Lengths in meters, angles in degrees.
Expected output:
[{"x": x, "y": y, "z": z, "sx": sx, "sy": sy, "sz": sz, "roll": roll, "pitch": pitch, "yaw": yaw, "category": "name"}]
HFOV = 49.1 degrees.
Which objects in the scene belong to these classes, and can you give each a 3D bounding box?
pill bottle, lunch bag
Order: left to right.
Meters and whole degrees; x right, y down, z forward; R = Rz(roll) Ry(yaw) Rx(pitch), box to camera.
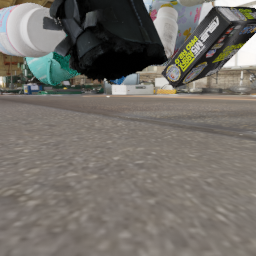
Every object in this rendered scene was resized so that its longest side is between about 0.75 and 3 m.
[{"x": -2.366, "y": -2.246, "z": 6.525, "sx": 1.163, "sy": 1.163, "sz": 2.139, "roll": -7, "pitch": 18, "yaw": -41, "category": "pill bottle"}, {"x": 1.055, "y": -3.009, "z": 8.298, "sx": 1.477, "sy": 1.970, "sz": 2.323, "roll": 25, "pitch": 38, "yaw": 30, "category": "lunch bag"}, {"x": 0.680, "y": -1.805, "z": 5.304, "sx": 0.495, "sy": 0.865, "sz": 0.495, "roll": 12, "pitch": -14, "yaw": 3, "category": "pill bottle"}]

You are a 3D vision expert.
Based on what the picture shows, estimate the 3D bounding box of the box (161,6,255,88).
[{"x": 2.565, "y": -2.384, "z": 8.180, "sx": 2.875, "sy": 0.636, "sz": 2.303, "roll": -23, "pitch": -20, "yaw": -45, "category": "box"}]

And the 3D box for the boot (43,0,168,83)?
[{"x": -0.050, "y": -1.934, "z": 4.138, "sx": 2.795, "sy": 2.291, "sz": 1.034, "roll": -16, "pitch": -11, "yaw": -46, "category": "boot"}]

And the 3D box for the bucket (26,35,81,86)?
[{"x": -2.544, "y": -2.485, "z": 9.875, "sx": 1.244, "sy": 1.912, "sz": 1.912, "roll": -17, "pitch": 0, "yaw": 27, "category": "bucket"}]

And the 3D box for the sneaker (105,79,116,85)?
[{"x": -0.127, "y": -3.216, "z": 12.573, "sx": 1.235, "sy": 2.745, "sz": 1.076, "roll": 54, "pitch": 1, "yaw": 35, "category": "sneaker"}]

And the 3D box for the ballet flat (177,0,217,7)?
[{"x": 2.245, "y": -3.535, "z": 6.821, "sx": 1.004, "sy": 1.004, "sz": 2.890, "roll": 8, "pitch": 29, "yaw": 42, "category": "ballet flat"}]

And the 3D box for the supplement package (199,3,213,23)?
[{"x": 2.675, "y": -3.332, "z": 10.637, "sx": 1.978, "sy": 1.522, "sz": 2.069, "roll": -35, "pitch": -13, "yaw": 18, "category": "supplement package"}]

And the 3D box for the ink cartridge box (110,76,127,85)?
[{"x": -0.092, "y": -3.152, "z": 10.074, "sx": 1.117, "sy": 1.934, "sz": 2.649, "roll": 31, "pitch": -29, "yaw": 6, "category": "ink cartridge box"}]
